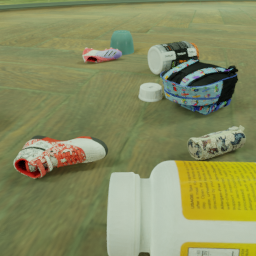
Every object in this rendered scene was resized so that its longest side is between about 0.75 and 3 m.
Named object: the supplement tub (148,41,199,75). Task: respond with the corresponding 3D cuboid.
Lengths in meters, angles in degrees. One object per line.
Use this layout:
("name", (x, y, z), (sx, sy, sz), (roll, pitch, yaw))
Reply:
("supplement tub", (1.907, -2.952, 11.672), (1.950, 1.195, 1.195), (-16, 34, -23))

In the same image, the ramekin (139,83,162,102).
("ramekin", (0.778, -1.236, 9.568), (0.823, 0.401, 0.823), (0, 31, 0))

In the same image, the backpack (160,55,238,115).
("backpack", (2.042, -1.248, 8.601), (2.071, 1.393, 1.891), (-23, 38, -35))

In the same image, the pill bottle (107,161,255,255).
("pill bottle", (1.164, 1.295, 4.125), (2.861, 1.613, 1.613), (1, 31, 1))

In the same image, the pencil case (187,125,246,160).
("pencil case", (2.110, 0.342, 6.685), (1.414, 0.632, 0.550), (-13, 30, -20))

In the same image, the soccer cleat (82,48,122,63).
("soccer cleat", (-1.182, -3.311, 13.022), (1.863, 0.622, 0.713), (-1, 67, -17))

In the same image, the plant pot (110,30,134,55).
("plant pot", (-0.318, -4.403, 14.301), (1.268, 1.017, 1.268), (0, 31, 0))

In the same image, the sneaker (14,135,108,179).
("sneaker", (-1.480, 0.683, 6.111), (1.957, 0.654, 1.049), (4, 32, 13))
